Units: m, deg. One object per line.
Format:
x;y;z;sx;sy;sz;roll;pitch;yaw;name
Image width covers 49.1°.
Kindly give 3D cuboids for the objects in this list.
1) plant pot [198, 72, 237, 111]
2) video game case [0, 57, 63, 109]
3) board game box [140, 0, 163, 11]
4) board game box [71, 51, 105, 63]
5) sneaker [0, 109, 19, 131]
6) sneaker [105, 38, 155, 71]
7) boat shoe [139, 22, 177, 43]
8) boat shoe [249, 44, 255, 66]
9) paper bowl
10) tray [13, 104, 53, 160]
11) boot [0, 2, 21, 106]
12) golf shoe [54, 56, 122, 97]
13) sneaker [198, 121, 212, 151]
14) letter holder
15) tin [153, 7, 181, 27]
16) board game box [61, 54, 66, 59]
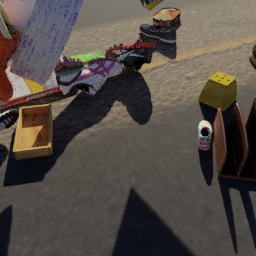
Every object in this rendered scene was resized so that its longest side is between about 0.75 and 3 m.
3.021;-1.277;9.204;0.959;0.846;0.959;31;50;30;plant pot
-3.470;-1.760;10.100;2.876;0.251;2.056;-22;50;-23;video game case
1.048;-5.105;8.872;2.068;1.709;0.586;-37;50;4;board game box
-1.638;-2.860;11.526;1.310;0.196;0.626;-17;45;-15;board game box
-3.786;-0.106;7.985;1.432;0.476;0.648;-45;46;-16;sneaker
0.023;-2.722;10.833;2.195;1.072;0.776;-2;1;32;sneaker
1.414;-4.662;13.206;0.781;0.674;2.149;-33;51;-32;boat shoe
5.544;-2.516;10.545;0.998;0.936;2.772;-7;42;-8;boat shoe
-2.239;-2.641;6.915;1.501;2.886;2.886;22;35;-24;paper bowl
-2.676;0.054;8.062;0.954;0.358;1.934;-7;42;-8;tray
-2.719;-1.460;5.751;1.348;2.513;0.943;-17;55;-7;boot
-1.276;-1.779;9.819;2.799;1.289;1.016;-17;3;-40;golf shoe
2.193;0.083;7.876;0.404;0.537;1.148;10;43;12;sneaker
2.856;0.135;7.175;0.978;1.382;1.945;6;42;7;letter holder
2.054;-5.899;14.855;1.155;0.432;2.062;23;46;18;tin
-3.172;-3.000;11.709;0.710;0.148;1.050;-32;50;-31;board game box
